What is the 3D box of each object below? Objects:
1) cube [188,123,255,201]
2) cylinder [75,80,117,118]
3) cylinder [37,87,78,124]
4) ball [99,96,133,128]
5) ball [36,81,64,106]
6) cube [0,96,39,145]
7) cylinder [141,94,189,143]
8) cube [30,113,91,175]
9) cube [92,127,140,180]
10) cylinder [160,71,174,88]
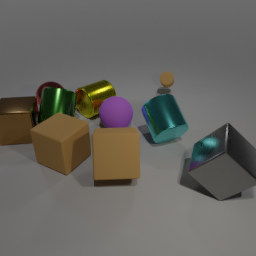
[{"bbox_3d":[2.848,1.001,8.301,1.400,1.400,1.400,41,39,-10],"label":"cube"},{"bbox_3d":[-1.462,-1.335,12.693,1.400,1.400,1.400,-27,41,-36],"label":"cylinder"},{"bbox_3d":[-2.823,-0.771,11.277,1.400,1.400,1.400,6,-9,1],"label":"cylinder"},{"bbox_3d":[-0.489,-0.601,11.534,1.400,1.400,1.400,0,32,0],"label":"ball"},{"bbox_3d":[-3.520,-1.443,12.891,1.400,1.400,1.400,0,32,0],"label":"ball"},{"bbox_3d":[-4.318,-0.310,11.040,1.400,1.400,1.400,-4,32,-7],"label":"cube"},{"bbox_3d":[1.383,-0.339,10.627,1.400,1.400,1.400,-12,65,-19],"label":"cylinder"},{"bbox_3d":[-2.272,0.502,9.703,1.400,1.400,1.400,17,36,26],"label":"cube"},{"bbox_3d":[-0.373,0.762,8.892,1.400,1.400,1.400,-2,7,-2],"label":"cube"},{"bbox_3d":[2.001,-2.476,14.353,0.700,0.700,0.700,6,-2,10],"label":"cylinder"}]
